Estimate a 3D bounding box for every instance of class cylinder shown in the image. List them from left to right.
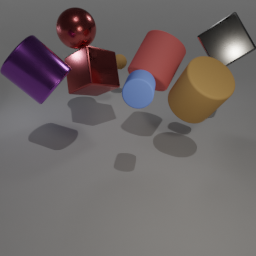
[{"bbox_3d":[-2.588,-1.634,7.969,1.400,1.400,1.400,41,27,-16],"label":"cylinder"},{"bbox_3d":[0.255,-0.890,6.353,0.700,0.700,0.700,4,28,7],"label":"cylinder"},{"bbox_3d":[0.910,-2.106,8.884,1.400,1.400,1.400,24,82,34],"label":"cylinder"},{"bbox_3d":[2.025,-1.044,7.921,1.400,1.400,1.400,7,62,-13],"label":"cylinder"}]

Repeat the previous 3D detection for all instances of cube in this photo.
[{"bbox_3d":[-1.337,-2.063,10.446,1.400,1.400,1.400,-13,-7,43],"label":"cube"},{"bbox_3d":[3.452,-2.970,9.871,1.400,1.400,1.400,-30,1,22],"label":"cube"}]

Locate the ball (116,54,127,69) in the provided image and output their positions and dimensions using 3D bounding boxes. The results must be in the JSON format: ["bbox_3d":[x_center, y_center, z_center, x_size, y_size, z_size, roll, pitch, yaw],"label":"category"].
[{"bbox_3d":[-0.404,-3.100,13.125,0.700,0.700,0.700,0,31,0],"label":"ball"}]

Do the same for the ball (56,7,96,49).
[{"bbox_3d":[-1.821,-3.504,9.896,1.400,1.400,1.400,0,31,0],"label":"ball"}]
